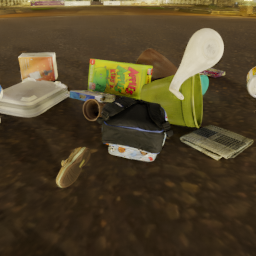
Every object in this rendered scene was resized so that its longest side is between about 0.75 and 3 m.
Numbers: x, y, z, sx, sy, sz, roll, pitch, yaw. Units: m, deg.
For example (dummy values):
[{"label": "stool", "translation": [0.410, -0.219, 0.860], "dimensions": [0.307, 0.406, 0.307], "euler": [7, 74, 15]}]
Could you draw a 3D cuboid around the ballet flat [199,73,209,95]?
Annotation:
[{"label": "ballet flat", "translation": [2.444, -1.578, 11.479], "dimensions": [0.934, 1.011, 2.997], "euler": [5, 26, 32]}]

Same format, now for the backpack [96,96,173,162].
[{"label": "backpack", "translation": [0.266, -0.040, 7.874], "dimensions": [1.953, 1.505, 1.860], "euler": [14, 34, 6]}]

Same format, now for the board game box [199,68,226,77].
[{"label": "board game box", "translation": [4.412, -3.062, 15.192], "dimensions": [0.881, 0.237, 1.469], "euler": [-22, 35, -29]}]

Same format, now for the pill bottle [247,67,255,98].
[{"label": "pill bottle", "translation": [5.824, -2.104, 12.331], "dimensions": [1.095, 1.095, 1.941], "euler": [9, 28, 17]}]

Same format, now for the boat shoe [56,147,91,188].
[{"label": "boat shoe", "translation": [-1.431, 0.948, 6.920], "dimensions": [0.507, 0.477, 1.331], "euler": [5, 32, 22]}]

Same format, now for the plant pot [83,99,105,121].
[{"label": "plant pot", "translation": [-1.103, -0.660, 10.012], "dimensions": [0.779, 0.779, 0.679], "euler": [17, 14, 30]}]

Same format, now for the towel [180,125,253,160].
[{"label": "towel", "translation": [2.667, 0.409, 8.413], "dimensions": [1.564, 0.281, 1.625], "euler": [-19, 30, -37]}]

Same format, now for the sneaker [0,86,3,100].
[{"label": "sneaker", "translation": [-4.963, -0.947, 9.467], "dimensions": [1.080, 1.226, 2.750], "euler": [-8, 50, -10]}]

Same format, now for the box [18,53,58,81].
[{"label": "box", "translation": [-4.452, -3.056, 14.000], "dimensions": [1.639, 1.248, 0.872], "euler": [-3, 27, -4]}]

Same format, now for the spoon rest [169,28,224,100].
[{"label": "spoon rest", "translation": [1.815, -1.753, 7.657], "dimensions": [2.126, 1.056, 0.644], "euler": [-53, 21, -4]}]

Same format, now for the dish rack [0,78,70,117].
[{"label": "dish rack", "translation": [-4.047, -1.402, 11.488], "dimensions": [2.546, 0.646, 2.967], "euler": [9, 27, 19]}]

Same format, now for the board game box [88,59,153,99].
[{"label": "board game box", "translation": [-0.387, -2.102, 11.887], "dimensions": [2.693, 1.368, 0.641], "euler": [13, 14, 25]}]

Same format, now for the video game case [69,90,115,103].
[{"label": "video game case", "translation": [-1.408, -1.258, 11.142], "dimensions": [1.359, 0.309, 1.232], "euler": [15, 16, 33]}]

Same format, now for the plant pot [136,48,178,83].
[{"label": "plant pot", "translation": [1.473, -2.493, 12.783], "dimensions": [1.810, 1.692, 1.692], "euler": [34, 41, 28]}]

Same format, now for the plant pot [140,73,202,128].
[{"label": "plant pot", "translation": [1.447, -0.928, 9.492], "dimensions": [1.858, 1.930, 1.930], "euler": [-2, 25, 22]}]
